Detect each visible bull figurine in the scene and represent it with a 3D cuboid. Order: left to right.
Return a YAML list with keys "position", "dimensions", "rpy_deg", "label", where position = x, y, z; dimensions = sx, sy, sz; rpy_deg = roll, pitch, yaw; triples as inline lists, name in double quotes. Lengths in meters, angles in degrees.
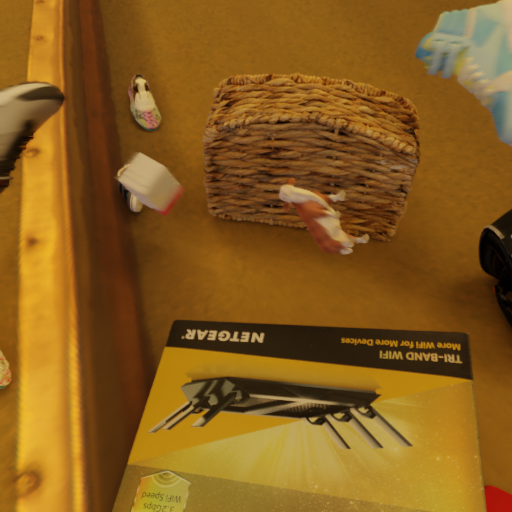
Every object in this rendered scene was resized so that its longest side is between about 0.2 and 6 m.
- position: [0.873, -0.511, 7.365]
  dimensions: [0.824, 1.358, 0.442]
  rpy_deg: [8, 58, 48]
  label: "bull figurine"

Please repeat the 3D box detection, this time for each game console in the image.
- position: [3.388, 4.006, 7.074]
  dimensions: [1.821, 1.081, 1.570]
  rpy_deg: [17, 78, 42]
  label: "game console"

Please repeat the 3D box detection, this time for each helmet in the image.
- position: [5.505, 0.164, 9.252]
  dimensions: [2.875, 3.016, 3.016]
  rpy_deg: [-17, 48, 8]
  label: "helmet"

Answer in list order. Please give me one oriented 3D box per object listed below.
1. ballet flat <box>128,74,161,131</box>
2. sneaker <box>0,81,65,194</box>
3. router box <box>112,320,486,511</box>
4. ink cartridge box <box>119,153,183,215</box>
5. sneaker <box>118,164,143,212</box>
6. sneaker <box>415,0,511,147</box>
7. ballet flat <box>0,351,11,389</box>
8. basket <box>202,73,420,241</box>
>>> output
- position: [-2.878, -3.990, 14.214]
  dimensions: [0.679, 0.699, 1.963]
  rpy_deg: [-9, 49, -18]
  label: "ballet flat"
- position: [-4.191, -1.617, 8.957]
  dimensions: [1.182, 1.102, 2.982]
  rpy_deg: [44, 76, 1]
  label: "sneaker"
- position: [0.620, 2.660, 7.531]
  dimensions: [4.458, 1.164, 3.505]
  rpy_deg: [0, 48, 13]
  label: "router box"
- position: [-1.877, -1.282, 10.075]
  dimensions: [0.648, 0.892, 0.645]
  rpy_deg: [30, 81, 24]
  label: "ink cartridge box"
- position: [-2.691, -1.468, 12.046]
  dimensions: [0.610, 0.603, 1.537]
  rpy_deg: [3, 37, -3]
  label: "sneaker"
- position: [3.424, -2.847, 8.934]
  dimensions: [1.633, 0.995, 2.502]
  rpy_deg: [-2, 71, 6]
  label: "sneaker"
- position: [-4.807, 1.413, 9.295]
  dimensions: [2.105, 0.796, 0.673]
  rpy_deg: [27, 96, 22]
  label: "ballet flat"
- position: [1.145, -2.521, 11.410]
  dimensions: [4.103, 2.928, 3.057]
  rpy_deg: [8, 50, 7]
  label: "basket"
